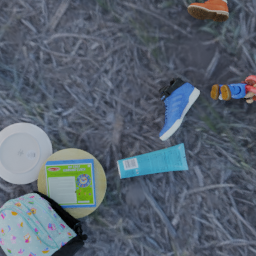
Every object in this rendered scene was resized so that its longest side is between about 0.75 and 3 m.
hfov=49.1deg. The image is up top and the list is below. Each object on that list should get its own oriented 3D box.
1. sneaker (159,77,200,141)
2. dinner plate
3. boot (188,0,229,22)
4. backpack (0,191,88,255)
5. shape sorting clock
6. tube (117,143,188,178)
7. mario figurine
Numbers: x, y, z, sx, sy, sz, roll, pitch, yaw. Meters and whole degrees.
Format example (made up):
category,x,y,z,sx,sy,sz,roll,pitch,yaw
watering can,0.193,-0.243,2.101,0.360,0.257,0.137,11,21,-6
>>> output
category,x,y,z,sx,sy,sz,roll,pitch,yaw
sneaker,1.509,-0.789,10.319,1.320,0.911,2.373,35,81,-2
dinner plate,-4.022,0.940,10.493,2.326,0.282,2.326,0,85,-1
boot,3.141,-4.747,10.990,1.608,0.603,0.862,8,77,-4
backpack,-3.068,3.491,9.318,2.792,1.767,2.330,47,104,11
shape sorting clock,-2.045,2.016,10.231,2.552,0.501,2.552,0,94,6
tube,0.911,1.279,10.307,2.567,0.647,0.994,-10,90,-6
mario figurine,4.142,-1.196,10.229,2.131,1.129,1.315,-9,48,-23
